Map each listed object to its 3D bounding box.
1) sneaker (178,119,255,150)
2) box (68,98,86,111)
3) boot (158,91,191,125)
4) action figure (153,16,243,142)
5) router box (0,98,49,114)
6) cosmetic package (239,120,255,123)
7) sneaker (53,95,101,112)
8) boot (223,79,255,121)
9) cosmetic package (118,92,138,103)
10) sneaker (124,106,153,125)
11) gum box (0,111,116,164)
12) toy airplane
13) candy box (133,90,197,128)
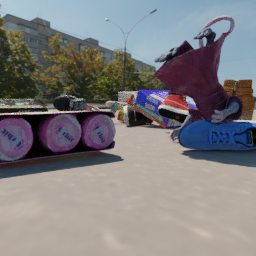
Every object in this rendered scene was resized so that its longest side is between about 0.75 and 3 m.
[{"bbox_3d":[2.049,0.149,5.813,1.963,0.647,0.770,0,3,-9],"label":"sneaker"},{"bbox_3d":[-2.241,-0.666,12.041,0.293,1.147,0.904,21,18,21],"label":"box"},{"bbox_3d":[2.131,-0.732,9.994,1.813,0.657,1.308,24,53,15],"label":"boot"},{"bbox_3d":[1.890,-0.813,6.743,2.099,2.819,1.888,-47,22,-27],"label":"action figure"},{"bbox_3d":[-4.962,-0.631,11.628,2.807,0.872,2.103,-4,17,-31],"label":"router box"},{"bbox_3d":[3.505,0.101,7.073,1.499,0.548,0.776,5,7,40],"label":"cosmetic package"},{"bbox_3d":[-2.696,-1.025,15.194,2.776,1.050,1.603,15,8,-13],"label":"sneaker"},{"bbox_3d":[4.385,-1.195,12.931,2.733,2.114,1.007,3,6,27],"label":"boot"},{"bbox_3d":[0.293,-1.420,17.752,1.431,1.736,1.432,2,5,20],"label":"cosmetic package"},{"bbox_3d":[0.547,-0.601,13.068,1.250,0.891,2.520,-4,0,12],"label":"sneaker"},{"bbox_3d":[-1.501,0.096,5.291,2.373,0.785,1.347,-4,3,-37],"label":"gum box"},{"bbox_3d":[0.043,-0.953,14.604,1.956,1.380,1.947,-12,-31,17],"label":"toy airplane"},{"bbox_3d":[1.955,-0.920,12.628,2.591,0.998,2.190,-3,29,-39],"label":"candy box"}]
